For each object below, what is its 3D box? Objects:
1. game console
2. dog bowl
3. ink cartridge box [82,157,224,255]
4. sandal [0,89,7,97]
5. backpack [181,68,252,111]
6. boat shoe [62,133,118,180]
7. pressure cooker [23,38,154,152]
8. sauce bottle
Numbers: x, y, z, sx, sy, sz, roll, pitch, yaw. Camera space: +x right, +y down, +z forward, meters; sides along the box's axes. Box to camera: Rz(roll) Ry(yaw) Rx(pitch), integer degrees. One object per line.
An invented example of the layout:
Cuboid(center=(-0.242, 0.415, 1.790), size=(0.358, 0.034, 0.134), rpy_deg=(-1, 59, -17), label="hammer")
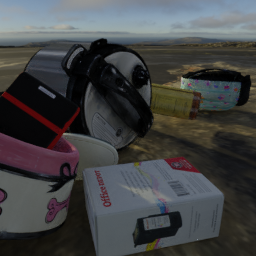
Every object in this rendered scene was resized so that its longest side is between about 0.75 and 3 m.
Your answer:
Cuboid(center=(-1.553, -0.205, 4.491), size=(1.233, 1.090, 0.191), rpy_deg=(33, -15, 10), label="game console")
Cuboid(center=(-1.920, 0.306, 3.892), size=(2.767, 1.020, 2.767), rpy_deg=(26, 1, 0), label="dog bowl")
Cuboid(center=(0.272, 1.066, 4.119), size=(1.734, 0.718, 1.263), rpy_deg=(-5, 20, -14), label="ink cartridge box")
Cuboid(center=(-4.979, -1.641, 12.180), size=(0.681, 0.408, 1.813), rpy_deg=(12, 23, 31), label="sandal")
Cuboid(center=(2.955, -1.333, 9.836), size=(2.240, 1.418, 1.869), rpy_deg=(3, 8, 10), label="backpack")
Cuboid(center=(-1.432, 0.442, 5.574), size=(2.612, 0.951, 0.807), rpy_deg=(-3, 21, 10), label="boat shoe")
Cuboid(center=(-0.796, -0.758, 6.524), size=(2.850, 2.546, 2.507), rpy_deg=(15, 21, 37), label="pressure cooker")
Cuboid(center=(0.751, -0.922, 8.616), size=(2.852, 0.941, 0.941), rpy_deg=(13, 22, 10), label="sauce bottle")
